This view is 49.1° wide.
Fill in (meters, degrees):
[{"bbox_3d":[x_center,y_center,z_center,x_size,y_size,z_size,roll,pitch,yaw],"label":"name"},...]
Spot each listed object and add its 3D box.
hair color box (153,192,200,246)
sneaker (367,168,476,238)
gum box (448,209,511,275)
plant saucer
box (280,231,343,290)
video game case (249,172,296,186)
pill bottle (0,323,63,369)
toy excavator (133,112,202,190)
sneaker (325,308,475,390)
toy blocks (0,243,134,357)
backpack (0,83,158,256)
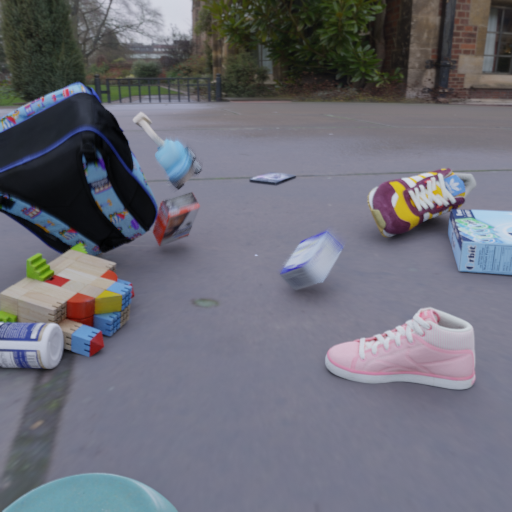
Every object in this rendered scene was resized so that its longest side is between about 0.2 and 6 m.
[{"bbox_3d":[-1.498,-0.667,10.405,0.638,1.151,0.368,-21,71,-27],"label":"hair color box"},{"bbox_3d":[3.502,-1.270,11.664,1.395,1.160,3.096,-23,1,41],"label":"sneaker"},{"bbox_3d":[5.032,-0.250,10.209,2.725,0.607,2.315,4,20,13],"label":"gum box"},{"bbox_3d":[-1.310,2.091,4.041,1.640,0.295,1.640,0,20,0],"label":"plant saucer"},{"bbox_3d":[0.854,0.078,8.671,0.705,0.402,0.766,-22,28,55],"label":"box"},{"bbox_3d":[0.511,-2.327,16.866,0.909,0.121,1.273,11,23,29],"label":"video game case"},{"bbox_3d":[-2.831,1.054,6.613,0.954,0.530,0.530,1,19,3],"label":"pill bottle"},{"bbox_3d":[-1.574,-1.868,9.681,0.564,1.129,1.098,-37,50,8],"label":"toy excavator"},{"bbox_3d":[1.638,0.972,6.366,1.676,0.876,0.631,3,22,12],"label":"sneaker"},{"bbox_3d":[-2.333,0.591,7.538,1.385,1.012,2.026,16,25,11],"label":"toy blocks"},{"bbox_3d":[-2.985,-1.234,9.494,2.350,2.574,1.732,-25,52,8],"label":"backpack"}]
